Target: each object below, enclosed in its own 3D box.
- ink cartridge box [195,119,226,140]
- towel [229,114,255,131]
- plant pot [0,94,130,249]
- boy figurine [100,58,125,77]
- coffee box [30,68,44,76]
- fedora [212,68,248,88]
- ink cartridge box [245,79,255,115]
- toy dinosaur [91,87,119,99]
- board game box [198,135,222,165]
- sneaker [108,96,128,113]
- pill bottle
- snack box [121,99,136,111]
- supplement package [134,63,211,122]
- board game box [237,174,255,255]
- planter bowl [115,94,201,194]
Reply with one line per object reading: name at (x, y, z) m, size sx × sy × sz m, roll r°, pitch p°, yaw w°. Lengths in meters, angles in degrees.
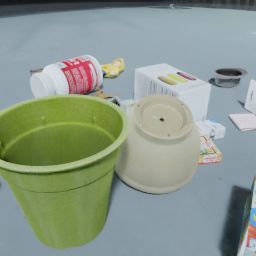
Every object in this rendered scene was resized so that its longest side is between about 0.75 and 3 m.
ink cartridge box at (2.817, 0.077, 10.035) m, size 1.024 × 0.440 × 0.750 m, roll -11°, pitch 31°, yaw -15°
towel at (4.594, -0.235, 10.838) m, size 1.025 × 0.173 × 1.074 m, roll -2°, pitch 31°, yaw -5°
plant pot at (-1.373, 1.065, 6.130) m, size 2.861 × 2.717 × 2.861 m, roll -1°, pitch 31°, yaw 0°
boy figurine at (-1.122, -3.151, 15.183) m, size 2.504 × 0.807 × 1.557 m, roll -23°, pitch 35°, yaw -30°
coffee box at (-4.367, -2.774, 14.749) m, size 1.383 × 0.551 × 0.791 m, roll -12°, pitch 33°, yaw -19°
fedora at (5.066, -2.486, 14.074) m, size 1.658 × 0.749 × 1.467 m, roll -5°, pitch 30°, yaw -5°
ink cartridge box at (5.750, -0.924, 10.791) m, size 0.804 × 1.396 × 2.411 m, roll -11°, pitch 32°, yaw -18°
toy dinosaur at (-1.170, -1.465, 12.796) m, size 1.526 × 0.461 × 0.810 m, roll -13°, pitch 55°, yaw -9°
board game box at (2.067, 0.710, 9.050) m, size 1.510 × 0.350 × 1.144 m, roll -4°, pitch 31°, yaw -7°
sneaker at (-0.438, -0.037, 9.108) m, size 0.915 × 1.112 × 2.417 m, roll -17°, pitch 44°, yaw 12°
pill bottle at (-2.737, -2.166, 12.616) m, size 1.684 × 1.684 × 2.999 m, roll 24°, pitch 38°, yaw 35°
snack box at (-0.119, -0.963, 12.001) m, size 0.879 × 0.233 × 0.625 m, roll -11°, pitch 32°, yaw -17°
supplement package at (1.684, -1.374, 11.356) m, size 1.640 × 1.579 × 2.883 m, roll -17°, pitch 35°, yaw -26°
board game box at (3.010, 2.166, 5.758) m, size 1.164 × 1.185 × 2.260 m, roll 14°, pitch 34°, yaw 21°
planter bowl at (0.815, 0.214, 7.560) m, size 2.579 × 1.735 × 2.579 m, roll 2°, pitch 50°, yaw -3°
